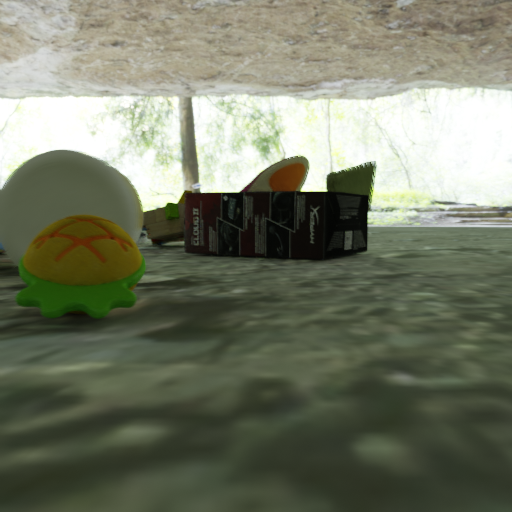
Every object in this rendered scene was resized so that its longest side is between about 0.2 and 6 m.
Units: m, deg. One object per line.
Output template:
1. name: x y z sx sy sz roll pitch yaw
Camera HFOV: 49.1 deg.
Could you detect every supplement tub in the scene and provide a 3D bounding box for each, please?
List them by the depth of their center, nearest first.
1. supplement tub: -1.800 -0.400 5.734 1.239 1.239 1.715 -1 5 -8

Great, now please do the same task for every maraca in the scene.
1. maraca: -1.132 0.103 3.654 0.811 0.633 1.183 -1 23 -12

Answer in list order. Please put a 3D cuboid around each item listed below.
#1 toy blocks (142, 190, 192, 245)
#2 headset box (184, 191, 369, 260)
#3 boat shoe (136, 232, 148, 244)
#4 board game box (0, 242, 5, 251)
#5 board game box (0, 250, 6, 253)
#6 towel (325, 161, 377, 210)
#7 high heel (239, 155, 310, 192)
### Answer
1. toy blocks: -1.894 -0.695 12.919 1.684 1.231 2.463 -10 -4 28
2. headset box: 0.273 -0.568 9.801 2.859 1.104 2.128 4 5 30
3. boat shoe: -3.299 -0.575 14.072 0.576 0.544 1.606 2 4 31
4. board game box: -3.886 -0.291 7.127 3.604 0.702 2.847 18 7 -23
5. board game box: -5.072 -0.472 9.436 1.737 0.911 0.895 -4 1 -44
6. towel: 1.833 -1.260 10.902 1.401 1.040 0.256 -21 34 -36
7. high heel: -0.061 -1.172 11.900 0.919 2.730 1.309 45 -7 -19
